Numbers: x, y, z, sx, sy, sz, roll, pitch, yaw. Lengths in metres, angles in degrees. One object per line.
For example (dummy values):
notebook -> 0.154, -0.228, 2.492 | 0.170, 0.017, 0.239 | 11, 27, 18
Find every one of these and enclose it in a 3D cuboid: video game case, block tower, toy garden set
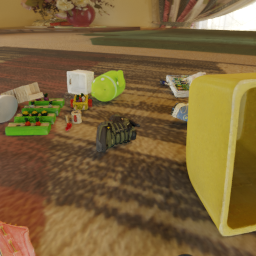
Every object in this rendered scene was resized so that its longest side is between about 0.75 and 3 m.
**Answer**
video game case -> 3.355, -2.066, 13.528 | 2.621, 0.316, 2.875 | 0, 25, -1
block tower -> -4.037, -1.243, 10.573 | 2.083, 0.602, 0.563 | -3, 16, 42
toy garden set -> -2.640, -0.659, 10.047 | 2.484, 0.595, 2.980 | -1, 24, -2

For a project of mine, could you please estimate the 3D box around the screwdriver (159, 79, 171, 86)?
screwdriver -> 1.851, -2.189, 13.539 | 0.256, 0.267, 1.835 | 24, 7, -14

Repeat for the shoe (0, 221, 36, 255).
shoe -> -2.055, 1.822, 4.758 | 0.611, 0.480, 1.343 | -15, 33, -33

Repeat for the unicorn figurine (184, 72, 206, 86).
unicorn figurine -> 2.989, -2.222, 12.720 | 1.358, 0.501, 0.933 | -42, 12, -15

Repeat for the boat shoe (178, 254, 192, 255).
boat shoe -> 0.393, 2.298, 3.552 | 0.681, 0.568, 1.826 | 21, 33, 35

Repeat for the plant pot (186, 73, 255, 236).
plant pot -> 2.648, 0.063, 6.059 | 2.803, 2.785, 2.868 | -5, 20, -11

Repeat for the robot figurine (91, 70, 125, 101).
robot figurine -> -0.821, -1.792, 11.963 | 1.661, 1.095, 1.893 | -13, 17, 30

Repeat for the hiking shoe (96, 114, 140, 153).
hiking shoe -> -0.263, 0.126, 8.155 | 0.974, 0.733, 1.934 | 9, 28, 16

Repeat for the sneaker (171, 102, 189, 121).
sneaker -> 2.243, -0.518, 9.723 | 1.789, 0.677, 0.689 | -14, 41, -43

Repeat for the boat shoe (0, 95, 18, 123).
boat shoe -> -4.788, -0.417, 9.281 | 0.886, 0.935, 2.673 | 8, 33, 14

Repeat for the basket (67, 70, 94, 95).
basket -> -2.135, -2.111, 12.793 | 1.018, 1.009, 0.819 | 11, 24, 23
